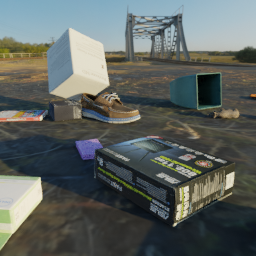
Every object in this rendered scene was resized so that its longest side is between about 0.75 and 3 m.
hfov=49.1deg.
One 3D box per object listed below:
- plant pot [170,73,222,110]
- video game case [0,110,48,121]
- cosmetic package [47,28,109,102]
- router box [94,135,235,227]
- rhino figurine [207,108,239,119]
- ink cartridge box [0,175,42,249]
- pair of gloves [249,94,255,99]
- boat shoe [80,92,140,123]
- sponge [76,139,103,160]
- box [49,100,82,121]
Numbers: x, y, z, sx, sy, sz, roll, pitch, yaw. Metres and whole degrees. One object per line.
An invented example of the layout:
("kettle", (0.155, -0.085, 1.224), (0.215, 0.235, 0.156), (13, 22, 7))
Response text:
("plant pot", (3.052, -1.756, 13.347), (1.545, 1.544, 2.186), (-10, 11, -31))
("video game case", (-4.256, -0.491, 11.138), (1.834, 0.160, 1.311), (-2, 15, -4))
("cosmetic package", (-2.124, -2.507, 11.688), (1.804, 2.155, 1.793), (12, -31, -44))
("router box", (0.624, 0.831, 5.434), (1.668, 0.692, 2.226), (-13, 20, -38))
("rhino figurine", (3.758, -0.565, 11.028), (1.252, 0.374, 0.547), (-1, 16, 2))
("ink cartridge box", (-2.399, 1.330, 4.104), (1.523, 0.502, 2.093), (2, 14, 6))
("pair of gloves", (7.715, -1.700, 15.391), (1.652, 0.204, 1.471), (1, 16, 1))
("boat shoe", (-0.819, -0.840, 10.762), (2.839, 1.027, 1.025), (10, 18, 31))
("sponge", (-0.994, 0.549, 7.418), (0.620, 0.166, 1.111), (-5, 16, -18))
("box", (-2.495, -0.710, 11.081), (1.059, 0.605, 1.163), (-5, 16, -23))
